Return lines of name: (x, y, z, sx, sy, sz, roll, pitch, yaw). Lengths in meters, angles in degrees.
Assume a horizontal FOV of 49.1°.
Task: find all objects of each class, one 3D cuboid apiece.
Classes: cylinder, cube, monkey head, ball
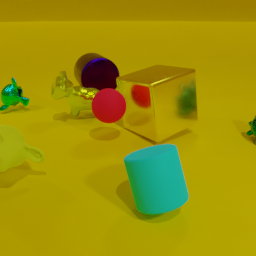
cylinder: (0.406, 0.711, 4.040, 0.782, 0.782, 0.782, -15, 6, 2)
cube: (0.703, -0.652, 6.645, 1.331, 1.331, 1.331, -23, 27, -29)
cylinder: (-1.129, -1.892, 9.904, 1.347, 1.347, 1.347, -8, 24, -19)
monkey head: (-3.298, -0.903, 8.134, 0.747, 1.039, 0.626, 29, 8, 21)
ball: (-0.419, -0.483, 6.147, 0.767, 0.767, 0.767, 0, 23, 0)
monkey head: (-2.107, 0.183, 4.616, 1.450, 1.043, 0.874, 27, 29, 12)

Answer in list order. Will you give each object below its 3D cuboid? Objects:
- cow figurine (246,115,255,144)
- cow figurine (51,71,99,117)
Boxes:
cow figurine: (3.616, -0.108, 6.317, 1.605, 1.579, 0.881, 28, 26, -33)
cow figurine: (-1.311, -0.901, 7.374, 1.342, 1.320, 0.737, -4, 54, -8)
